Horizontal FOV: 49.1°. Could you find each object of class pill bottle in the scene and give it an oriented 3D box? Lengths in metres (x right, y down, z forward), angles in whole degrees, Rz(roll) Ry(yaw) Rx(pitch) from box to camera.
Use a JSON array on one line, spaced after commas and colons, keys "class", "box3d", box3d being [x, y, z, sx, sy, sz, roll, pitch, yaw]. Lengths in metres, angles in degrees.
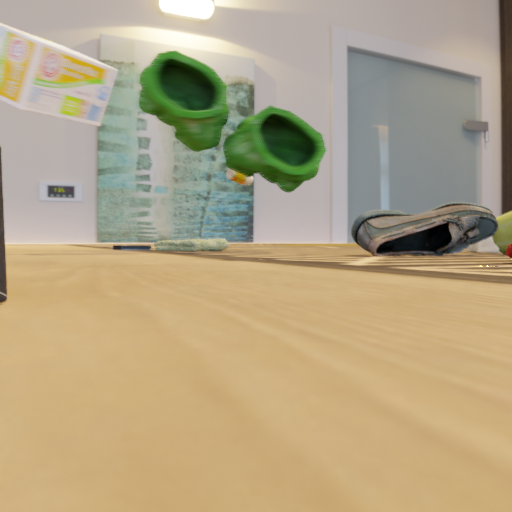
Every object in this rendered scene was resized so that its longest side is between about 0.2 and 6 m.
[{"class": "pill bottle", "box3d": [-0.420, -2.082, 14.720, 0.659, 0.366, 0.366, 18, -9, -33]}]

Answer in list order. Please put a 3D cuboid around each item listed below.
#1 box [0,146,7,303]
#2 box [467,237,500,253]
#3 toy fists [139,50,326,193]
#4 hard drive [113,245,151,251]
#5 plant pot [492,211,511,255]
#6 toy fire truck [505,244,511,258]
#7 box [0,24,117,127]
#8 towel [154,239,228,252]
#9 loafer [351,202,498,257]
[{"class": "box", "box3d": [-1.580, -0.124, 1.891, 0.786, 0.682, 1.189, 1, 2, 19]}, {"class": "box", "box3d": [4.817, -0.349, 11.631, 0.672, 0.575, 0.668, 2, 2, 4]}, {"class": "toy fists", "box3d": [-0.579, -2.767, 12.184, 4.288, 1.475, 2.186, 26, 1, -9]}, {"class": "hard drive", "box3d": [-3.227, -0.213, 14.580, 0.834, 0.137, 0.582, -1, 2, -35]}, {"class": "plant pot", "box3d": [4.741, -0.448, 9.757, 1.094, 1.094, 1.006, -1, -9, -36]}, {"class": "toy fire truck", "box3d": [3.380, -0.146, 6.231, 1.056, 0.592, 0.887, -3, 22, -45]}, {"class": "box", "box3d": [-3.146, -2.722, 8.582, 0.923, 1.024, 1.821, 27, 15, 17]}, {"class": "towel", "box3d": [-1.595, -0.261, 13.563, 1.619, 0.295, 1.201, 1, 3, 42]}, {"class": "loafer", "box3d": [2.887, -0.304, 9.281, 2.550, 0.916, 0.802, -4, 33, -10]}]
